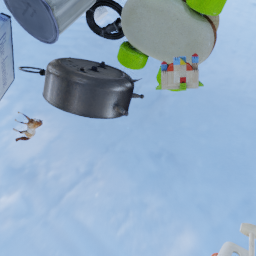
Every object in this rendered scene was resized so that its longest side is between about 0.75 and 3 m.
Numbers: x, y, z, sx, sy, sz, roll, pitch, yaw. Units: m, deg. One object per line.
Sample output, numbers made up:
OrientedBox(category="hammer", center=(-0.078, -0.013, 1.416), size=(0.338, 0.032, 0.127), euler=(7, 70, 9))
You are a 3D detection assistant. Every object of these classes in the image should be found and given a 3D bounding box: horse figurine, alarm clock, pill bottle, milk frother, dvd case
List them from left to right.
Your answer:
OrientedBox(category="dvd case", center=(-3.182, -0.697, 5.866), size=(0.261, 2.123, 2.976), euler=(21, 56, -6))
OrientedBox(category="horse figurine", center=(-2.390, 0.006, 6.640), size=(0.615, 0.928, 0.232), euler=(22, 36, -12))
OrientedBox(category="milk frother", center=(-1.261, -2.947, 7.000), size=(2.730, 2.464, 2.568), euler=(48, 65, -21))
OrientedBox(category="alarm clock", center=(-0.887, -0.827, 4.941), size=(2.275, 0.757, 1.535), euler=(15, 22, 9))
OrientedBox(category="pill bottle", center=(-1.247, -4.325, 9.466), size=(0.722, 0.722, 1.297), euler=(-39, 99, -24))

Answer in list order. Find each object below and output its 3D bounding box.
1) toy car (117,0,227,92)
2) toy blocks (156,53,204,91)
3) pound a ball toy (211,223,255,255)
OrientedBox(category="toy car", center=(1.382, -2.762, 7.154), size=(2.283, 2.376, 2.893), euler=(31, 43, 12))
OrientedBox(category="toy blocks", center=(0.805, -0.884, 4.373), size=(0.763, 0.521, 0.381), euler=(-2, 25, 7))
OrientedBox(category="pound a ball toy", center=(1.387, 1.968, 3.920), size=(0.585, 0.899, 1.378), euler=(20, 24, 29))
